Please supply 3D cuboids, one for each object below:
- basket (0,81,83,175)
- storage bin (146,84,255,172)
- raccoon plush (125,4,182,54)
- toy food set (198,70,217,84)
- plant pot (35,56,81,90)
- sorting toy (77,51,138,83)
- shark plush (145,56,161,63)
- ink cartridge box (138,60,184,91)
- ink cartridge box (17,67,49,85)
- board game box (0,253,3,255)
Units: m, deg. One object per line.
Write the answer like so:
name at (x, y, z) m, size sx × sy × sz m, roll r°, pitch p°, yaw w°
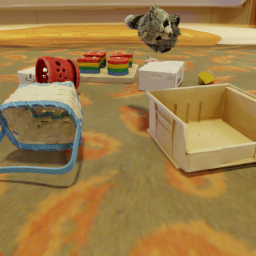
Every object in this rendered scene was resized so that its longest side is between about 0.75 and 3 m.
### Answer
basket at (-1.919, 0.045, 6.232) m, size 1.987 × 1.568 × 2.254 m, roll 1°, pitch 44°, yaw 10°
storage bin at (2.012, -0.127, 6.936) m, size 2.531 × 1.186 × 2.512 m, roll -6°, pitch 25°, yaw -14°
raccoon plush at (0.348, -2.715, 7.569) m, size 2.248 × 1.088 × 1.506 m, roll 17°, pitch 10°, yaw 37°
toy food set at (3.475, -2.177, 12.473) m, size 0.666 × 0.370 × 1.132 m, roll 41°, pitch 43°, yaw 21°
plant pot at (-2.665, -1.972, 10.664) m, size 1.350 × 1.482 × 1.482 m, roll -11°, pitch 26°, yaw -38°
sorting toy at (-1.000, -3.043, 13.500) m, size 2.815 × 0.986 × 2.832 m, roll 3°, pitch 24°, yaw 6°
shark plush at (1.505, -3.831, 16.029) m, size 1.066 × 0.484 × 0.444 m, roll -6°, pitch -6°, yaw -3°
ink cartridge box at (1.432, -2.219, 11.818) m, size 1.551 × 0.900 × 2.102 m, roll 9°, pitch 28°, yaw 19°
ink cartridge box at (-3.736, -2.127, 11.932) m, size 1.506 × 0.635 × 1.100 m, roll 12°, pitch 27°, yaw 25°
board game box at (-2.169, 2.236, 2.982) m, size 1.057 × 0.200 × 2.054 m, roll 23°, pitch 33°, yaw 39°
